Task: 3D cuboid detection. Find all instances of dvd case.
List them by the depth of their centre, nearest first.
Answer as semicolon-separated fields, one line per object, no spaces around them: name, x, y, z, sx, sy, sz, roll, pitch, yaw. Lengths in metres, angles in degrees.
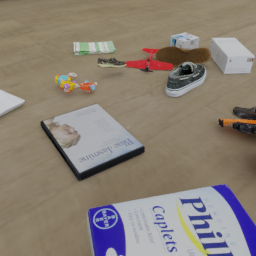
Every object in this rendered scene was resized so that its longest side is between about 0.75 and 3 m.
dvd case;-1.188;0.248;8.618;2.124;0.261;2.977;-21;41;-27

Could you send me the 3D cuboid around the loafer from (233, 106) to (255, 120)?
loafer;4.262;-0.538;9.521;1.321;0.478;0.481;19;40;24

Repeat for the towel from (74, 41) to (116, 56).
towel;-1.815;-4.326;14.981;2.153;0.252;1.642;-6;36;-8

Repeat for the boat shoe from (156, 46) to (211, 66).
boat shoe;2.626;-3.353;13.271;2.575;0.929;0.927;2;4;19

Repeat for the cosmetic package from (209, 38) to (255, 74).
cosmetic package;4.808;-3.459;13.241;1.257;0.916;2.473;-1;38;-1

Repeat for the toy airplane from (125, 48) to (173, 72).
toy airplane;1.071;-3.246;13.269;2.291;0.421;2.291;-1;40;1

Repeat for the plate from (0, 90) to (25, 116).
plate;-4.828;-0.782;10.047;1.626;0.263;1.630;22;41;26

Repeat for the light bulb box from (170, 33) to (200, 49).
light bulb box;2.988;-4.517;14.863;1.100;0.692;1.109;-22;41;-27

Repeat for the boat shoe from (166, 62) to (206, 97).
boat shoe;2.475;-2.185;11.382;0.986;0.970;2.737;22;41;27

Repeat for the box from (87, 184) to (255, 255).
box;0.870;2.443;4.557;2.741;1.438;2.520;-8;37;-12

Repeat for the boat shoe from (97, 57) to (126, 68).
boat shoe;-0.678;-2.843;12.082;1.317;0.427;0.482;-8;24;-25

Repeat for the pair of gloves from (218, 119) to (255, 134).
pair of gloves;4.079;0.003;7.836;2.627;0.365;2.948;2;5;8

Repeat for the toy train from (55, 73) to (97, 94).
toy train;-2.133;-1.718;11.217;1.342;0.497;1.786;-14;33;-38
